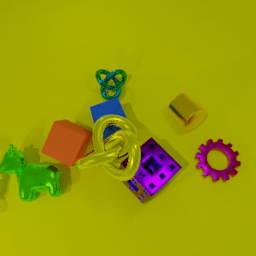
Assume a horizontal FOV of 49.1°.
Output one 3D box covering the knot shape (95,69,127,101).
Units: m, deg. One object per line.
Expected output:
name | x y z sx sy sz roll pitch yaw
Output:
knot shape | -0.479 -1.509 9.101 1.036 0.512 1.107 -30 104 -16

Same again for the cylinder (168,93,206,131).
cylinder | 1.786 -0.499 8.535 0.843 0.843 0.843 -31 56 -12

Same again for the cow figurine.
cow figurine | -2.712 1.211 7.885 1.683 0.924 1.656 -8 74 -6

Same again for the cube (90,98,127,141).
cube | -0.555 -0.221 8.479 0.898 0.898 0.898 -20 69 -8

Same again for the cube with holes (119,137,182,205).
cube with holes | 0.540 1.199 7.656 1.141 1.141 1.141 -38 74 -22

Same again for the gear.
gear | 2.664 0.957 8.344 1.294 0.239 1.294 0 67 0

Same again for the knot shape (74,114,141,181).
knot shape | -0.339 0.569 7.126 1.933 0.893 1.809 -48 44 -16

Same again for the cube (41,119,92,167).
cube | -1.689 0.397 7.958 0.963 0.963 0.963 25 97 4
